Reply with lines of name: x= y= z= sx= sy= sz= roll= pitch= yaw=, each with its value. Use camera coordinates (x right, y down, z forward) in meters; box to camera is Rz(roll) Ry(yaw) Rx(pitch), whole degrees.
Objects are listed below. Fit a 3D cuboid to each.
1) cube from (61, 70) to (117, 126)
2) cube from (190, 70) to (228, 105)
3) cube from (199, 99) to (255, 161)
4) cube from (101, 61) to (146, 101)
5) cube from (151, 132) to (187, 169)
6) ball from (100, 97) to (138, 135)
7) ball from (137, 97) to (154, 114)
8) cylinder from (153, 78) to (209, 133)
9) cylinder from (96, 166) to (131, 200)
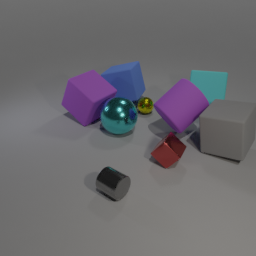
cube: x=-1.550 y=-1.206 z=11.108 sx=1.400 sy=1.400 sz=1.400 roll=42 pitch=45 yaw=13
cube: x=3.264 y=-1.555 z=11.602 sx=1.400 sy=1.400 sz=1.400 roll=7 pitch=5 yaw=14
cube: x=3.276 y=0.009 z=9.168 sx=1.400 sy=1.400 sz=1.400 roll=12 pitch=35 yaw=35
cube: x=-0.170 y=-2.016 z=12.443 sx=1.400 sy=1.400 sz=1.400 roll=-6 pitch=24 yaw=21
cube: x=1.268 y=0.695 z=8.727 sx=0.700 sy=0.700 sz=0.700 roll=44 pitch=39 yaw=0
ball: x=-0.336 y=-0.456 z=10.314 sx=1.400 sy=1.400 sz=1.400 roll=0 pitch=30 yaw=0
ball: x=0.743 y=-0.959 z=11.821 sx=0.700 sy=0.700 sz=0.700 roll=0 pitch=30 yaw=0
cylinder: x=1.858 y=-0.768 z=9.836 sx=1.400 sy=1.400 sz=1.400 roll=-42 pitch=38 yaw=0
cylinder: x=-0.402 y=1.498 z=7.630 sx=0.700 sy=0.700 sz=0.700 roll=22 pitch=37 yaw=33
